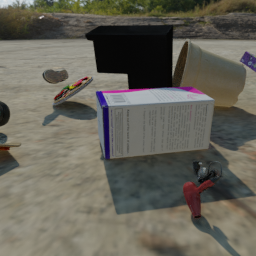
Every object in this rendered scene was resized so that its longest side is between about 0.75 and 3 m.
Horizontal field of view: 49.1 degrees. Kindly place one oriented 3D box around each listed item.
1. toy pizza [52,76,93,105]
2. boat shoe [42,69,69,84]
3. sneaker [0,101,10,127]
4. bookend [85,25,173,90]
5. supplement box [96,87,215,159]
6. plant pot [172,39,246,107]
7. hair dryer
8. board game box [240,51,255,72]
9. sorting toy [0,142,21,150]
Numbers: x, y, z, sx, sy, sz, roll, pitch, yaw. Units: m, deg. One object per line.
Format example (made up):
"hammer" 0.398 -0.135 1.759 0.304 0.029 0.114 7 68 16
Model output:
"toy pizza" -1.870 -1.305 9.315 1.638 0.259 1.638 -30 19 11
"boat shoe" -2.487 -1.690 9.352 0.419 0.491 1.470 -17 8 19
"sneaker" -4.189 -0.477 6.983 2.374 0.895 0.941 2 2 15
"bookend" 0.144 -1.840 8.629 2.357 2.372 1.093 5 33 17
"supplement box" 0.531 -0.189 6.147 2.315 1.197 1.172 -5 23 -10
"plant pot" 2.521 -1.536 8.893 1.938 2.118 2.118 13 21 -1
"hair dryer" 1.015 0.863 4.012 0.228 0.841 0.640 14 -6 -17
"board game box" 4.672 -1.210 7.917 1.736 0.467 2.892 15 30 -31
"sorting toy" -2.890 0.394 5.796 1.192 0.160 0.888 -5 -5 42
